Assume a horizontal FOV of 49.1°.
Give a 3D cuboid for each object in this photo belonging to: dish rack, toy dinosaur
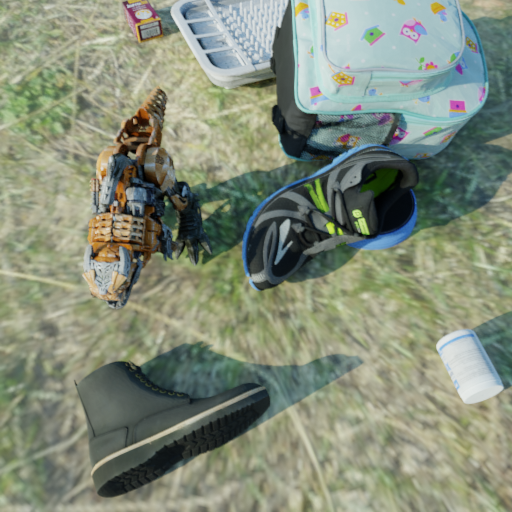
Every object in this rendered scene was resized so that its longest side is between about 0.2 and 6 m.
[{"bbox_3d":[0.138,-4.766,12.086,3.414,0.743,2.930,-19,56,-13],"label":"dish rack"},{"bbox_3d":[-1.605,-0.913,8.224,1.824,2.424,3.572,22,68,14],"label":"toy dinosaur"}]

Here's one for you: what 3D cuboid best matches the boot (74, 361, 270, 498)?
[{"bbox_3d":[-1.181,1.834,7.415,2.390,0.926,1.653,-21,53,-15],"label":"boot"}]

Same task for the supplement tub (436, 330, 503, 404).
[{"bbox_3d":[2.948,1.524,7.771,0.583,0.583,0.884,-12,55,-8],"label":"supplement tub"}]

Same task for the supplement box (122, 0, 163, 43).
[{"bbox_3d":[-2.572,-5.353,12.665,0.579,0.450,1.050,-22,58,-15],"label":"supplement box"}]

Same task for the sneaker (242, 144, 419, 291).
[{"bbox_3d":[1.138,-0.652,8.584,3.266,1.158,1.353,-36,30,-14],"label":"sneaker"}]

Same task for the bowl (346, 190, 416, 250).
[{"bbox_3d":[1.919,-0.873,9.604,1.696,0.333,1.696,0,55,0],"label":"bowl"}]

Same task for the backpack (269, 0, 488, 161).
[{"bbox_3d":[2.249,-3.333,9.851,3.537,2.711,3.109,5,65,-14],"label":"backpack"}]
